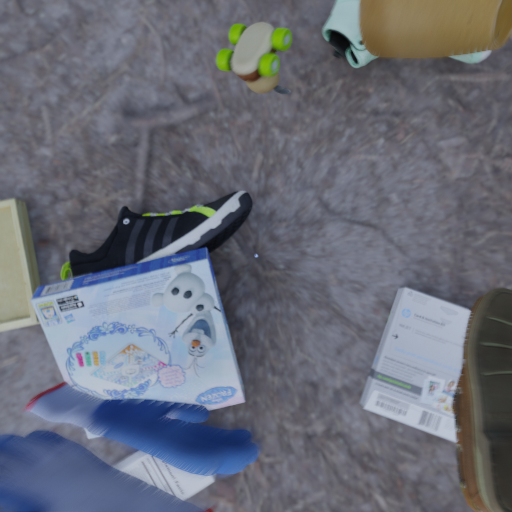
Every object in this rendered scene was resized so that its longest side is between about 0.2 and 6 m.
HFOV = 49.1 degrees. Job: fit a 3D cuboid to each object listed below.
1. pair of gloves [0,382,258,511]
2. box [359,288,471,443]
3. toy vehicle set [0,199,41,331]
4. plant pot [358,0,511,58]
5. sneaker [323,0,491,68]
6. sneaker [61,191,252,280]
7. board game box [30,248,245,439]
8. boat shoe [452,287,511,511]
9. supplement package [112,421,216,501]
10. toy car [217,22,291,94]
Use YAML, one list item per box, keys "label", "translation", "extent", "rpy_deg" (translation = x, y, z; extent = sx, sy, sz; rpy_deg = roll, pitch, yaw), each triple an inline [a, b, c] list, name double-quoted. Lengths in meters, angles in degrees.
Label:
- label: "pair of gloves"
  translation: [-1.566, 2.252, 6.244]
  extent: [2.934, 3.650, 0.416]
  rpy_deg: [14, 95, 9]
- label: "box"
  translation: [2.764, 1.730, 9.053]
  extent: [1.600, 0.423, 2.052]
  rpy_deg: [19, 87, 1]
- label: "toy vehicle set"
  translation: [-5.282, 0.400, 9.144]
  extent: [3.305, 0.438, 2.054]
  rpy_deg: [-11, 85, -1]
- label: "plant pot"
  translation: [2.478, -3.261, 7.316]
  extent: [1.685, 1.571, 1.571]
  rpy_deg: [28, 85, 34]
- label: "sneaker"
  translation: [2.376, -3.474, 9.200]
  extent: [2.609, 0.960, 1.539]
  rpy_deg: [31, 83, 9]
- label: "sneaker"
  translation: [-1.621, -0.349, 8.850]
  extent: [3.245, 1.163, 1.344]
  rpy_deg: [-32, 84, -3]
- label: "board game box"
  translation: [-1.677, 1.364, 8.486]
  extent: [2.553, 0.554, 2.541]
  rpy_deg: [-13, 113, -1]
- label: "boat shoe"
  translation: [2.395, 1.484, 5.853]
  extent: [0.828, 0.782, 2.301]
  rpy_deg: [14, 69, -8]
- label: "supplement package"
  translation: [-1.472, 3.363, 8.664]
  extent: [1.519, 0.921, 0.910]
  rpy_deg: [-32, 86, -2]
- label: "toy car"
  translation: [0.104, -2.635, 7.866]
  extent: [0.855, 1.041, 0.821]
  rpy_deg: [18, 77, 28]
